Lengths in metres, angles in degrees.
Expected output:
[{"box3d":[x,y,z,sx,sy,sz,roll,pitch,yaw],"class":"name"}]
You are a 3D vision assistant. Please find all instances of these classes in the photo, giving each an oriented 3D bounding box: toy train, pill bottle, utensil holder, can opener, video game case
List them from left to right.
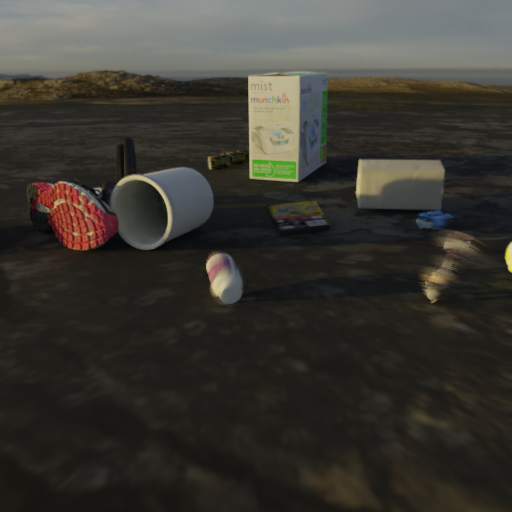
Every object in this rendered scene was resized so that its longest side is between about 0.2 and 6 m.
[{"box3d":[-2.682,-1.634,11.477,0.601,1.895,0.745,-18,-33,29],"class":"can opener"},{"box3d":[-1.583,-0.880,9.760,1.242,1.242,1.461,9,19,25],"class":"utensil holder"},{"box3d":[-0.414,0.312,7.497,0.402,0.402,0.715,-5,33,-14],"class":"pill bottle"},{"box3d":[-0.707,-2.963,16.878,0.555,0.414,2.424,8,20,32],"class":"toy train"},{"box3d":[0.774,-0.717,10.483,0.991,0.126,0.895,-7,39,-12],"class":"video game case"},{"box3d":[3.345,-0.655,10.517,0.676,0.293,0.386,-9,29,-25],"class":"toy train"}]

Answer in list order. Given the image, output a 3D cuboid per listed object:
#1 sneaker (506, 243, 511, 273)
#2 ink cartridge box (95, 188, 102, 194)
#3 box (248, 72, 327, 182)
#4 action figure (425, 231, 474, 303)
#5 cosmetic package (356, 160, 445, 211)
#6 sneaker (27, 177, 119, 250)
[{"box3d":[4.612,0.214,7.500,2.229,0.844,1.171,-4,31,11],"class":"sneaker"},{"box3d":[-3.228,-1.280,12.185,0.823,0.347,0.601,-11,22,-29],"class":"ink cartridge box"},{"box3d":[0.916,-3.659,15.433,1.464,2.671,3.027,7,20,19],"class":"box"},{"box3d":[2.476,0.168,7.297,0.339,0.978,0.636,24,-3,18],"class":"action figure"},{"box3d":[2.942,-1.465,11.492,1.683,0.899,0.759,2,29,6],"class":"cosmetic package"},{"box3d":[-3.132,-0.874,9.898,1.040,1.123,2.784,-12,22,-37],"class":"sneaker"}]
